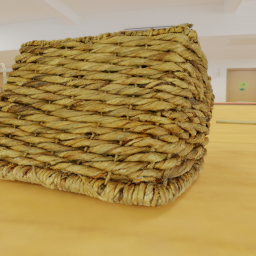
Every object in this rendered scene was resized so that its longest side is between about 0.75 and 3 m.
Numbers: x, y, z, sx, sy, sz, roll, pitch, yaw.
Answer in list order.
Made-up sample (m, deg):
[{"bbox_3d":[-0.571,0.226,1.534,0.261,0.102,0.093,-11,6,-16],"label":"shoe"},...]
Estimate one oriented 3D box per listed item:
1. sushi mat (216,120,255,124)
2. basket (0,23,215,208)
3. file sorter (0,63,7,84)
[{"bbox_3d":[3.371,-0.178,8.239,1.418,0.086,0.679,3,6,26],"label":"sushi mat"},{"bbox_3d":[-0.270,0.075,3.144,2.220,1.654,1.585,3,-26,25],"label":"basket"},{"bbox_3d":[-3.665,-0.956,7.996,2.728,1.699,1.893,-4,8,-35],"label":"file sorter"}]
